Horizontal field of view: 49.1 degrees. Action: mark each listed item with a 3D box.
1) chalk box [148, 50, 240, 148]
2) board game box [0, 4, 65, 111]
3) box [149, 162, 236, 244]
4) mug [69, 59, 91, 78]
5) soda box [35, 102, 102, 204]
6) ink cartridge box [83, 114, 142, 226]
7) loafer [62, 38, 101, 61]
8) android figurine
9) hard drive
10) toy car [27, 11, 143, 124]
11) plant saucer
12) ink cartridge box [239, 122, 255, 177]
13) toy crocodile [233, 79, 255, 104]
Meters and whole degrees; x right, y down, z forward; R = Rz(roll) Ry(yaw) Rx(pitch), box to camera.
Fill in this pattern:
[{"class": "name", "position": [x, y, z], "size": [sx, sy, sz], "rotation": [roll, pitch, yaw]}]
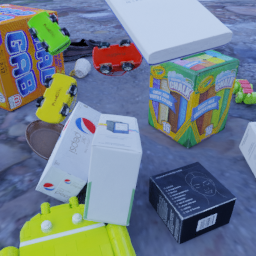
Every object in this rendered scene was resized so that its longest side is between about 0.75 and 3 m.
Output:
[{"class": "chalk box", "position": [1.859, -1.294, 8.202], "size": [1.850, 2.964, 1.837], "rotation": [-22, 39, -31]}, {"class": "board game box", "position": [-4.544, -2.820, 10.618], "size": [2.900, 2.897, 2.898], "rotation": [19, 37, 27]}, {"class": "box", "position": [1.289, 1.500, 5.881], "size": [1.289, 0.799, 1.267], "rotation": [-13, 35, -20]}, {"class": "mug", "position": [-2.105, -2.526, 12.420], "size": [0.708, 0.884, 0.726], "rotation": [29, 40, -15]}, {"class": "soda box", "position": [-1.335, 0.486, 7.037], "size": [0.863, 0.923, 2.711], "rotation": [28, 32, -15]}, {"class": "ink cartridge box", "position": [-0.300, 0.724, 5.900], "size": [0.926, 1.537, 2.116], "rotation": [8, 18, -2]}, {"class": "loafer", "position": [-2.383, -4.285, 14.746], "size": [1.026, 0.899, 2.855], "rotation": [26, 41, 34]}, {"class": "android figurine", "position": [-1.083, 2.260, 4.985], "size": [2.337, 0.527, 2.567], "rotation": [-8, 35, -13]}, {"class": "hard drive", "position": [0.365, -1.246, 3.085], "size": [0.896, 0.172, 1.358], "rotation": [-18, 53, -11]}, {"class": "toy car", "position": [-1.012, -1.227, 4.837], "size": [2.040, 0.455, 1.920], "rotation": [-37, 75, -9]}, {"class": "plant saucer", "position": [-2.050, 0.393, 7.609], "size": [1.547, 0.283, 1.547], "rotation": [26, 32, -18]}, {"class": "ink cartridge box", "position": [3.866, 0.877, 6.451], "size": [1.623, 0.942, 2.249], "rotation": [-3, 42, -5]}, {"class": "toy crocodile", "position": [4.413, -1.430, 10.574], "size": [0.697, 0.638, 2.066], "rotation": [4, 33, 6]}]
